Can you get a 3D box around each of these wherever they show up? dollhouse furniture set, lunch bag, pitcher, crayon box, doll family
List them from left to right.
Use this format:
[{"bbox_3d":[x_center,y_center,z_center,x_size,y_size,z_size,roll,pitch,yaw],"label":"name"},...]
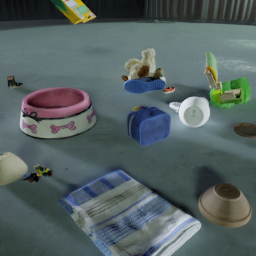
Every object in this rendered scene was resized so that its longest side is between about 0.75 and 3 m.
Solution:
[{"bbox_3d":[-2.439,1.251,7.488,0.902,0.354,0.522,-29,43,-36],"label":"doll family"},{"bbox_3d":[-2.149,-4.702,10.953,1.603,0.413,1.008,45,40,-7],"label":"crayon box"},{"bbox_3d":[0.718,-0.141,9.472,1.441,0.979,0.953,-15,31,-27],"label":"lunch bag"},{"bbox_3d":[2.285,-0.682,10.571,1.530,1.081,1.783,3,18,14],"label":"pitcher"},{"bbox_3d":[2.888,-1.421,8.369,0.721,1.866,0.933,-7,52,30],"label":"dollhouse furniture set"}]

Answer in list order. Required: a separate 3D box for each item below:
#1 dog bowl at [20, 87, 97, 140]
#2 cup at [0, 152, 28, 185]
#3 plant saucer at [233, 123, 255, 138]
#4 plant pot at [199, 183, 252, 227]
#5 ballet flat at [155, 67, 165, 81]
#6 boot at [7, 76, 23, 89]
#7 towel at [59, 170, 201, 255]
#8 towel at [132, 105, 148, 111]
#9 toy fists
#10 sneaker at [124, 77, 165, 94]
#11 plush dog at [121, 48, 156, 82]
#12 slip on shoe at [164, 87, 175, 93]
[{"bbox_3d":[-2.620,-0.676,10.458,2.859,1.054,2.859,-1,26,0],"label":"dog bowl"},{"bbox_3d":[-3.171,1.002,7.389,0.853,0.610,0.853,-15,23,7],"label":"cup"},{"bbox_3d":[4.233,0.101,9.910,1.034,0.166,1.034,1,26,0],"label":"plant saucer"},{"bbox_3d":[2.246,1.655,6.435,1.173,0.542,1.173,0,28,0],"label":"plant pot"},{"bbox_3d":[1.709,-2.597,14.541,0.571,0.609,1.685,-30,-10,-1],"label":"ballet flat"},{"bbox_3d":[-5.776,-2.368,14.282,0.800,0.602,0.293,-24,35,-38],"label":"boot"},{"bbox_3d":[-0.032,1.884,6.223,2.026,0.328,2.758,-21,33,-36],"label":"towel"},{"bbox_3d":[0.645,-0.768,11.693,0.611,0.097,0.850,-22,34,-38],"label":"towel"},{"bbox_3d":[4.375,-1.448,11.960,2.200,1.122,0.757,-15,2,-28],"label":"toy fists"},{"bbox_3d":[0.747,-2.132,13.811,2.084,0.731,0.812,-4,19,-14],"label":"sneaker"},{"bbox_3d":[0.668,-2.947,14.828,2.117,1.699,1.818,-20,22,47],"label":"plush dog"},{"bbox_3d":[2.042,-1.906,13.786,0.765,0.234,0.283,-23,33,-40],"label":"slip on shoe"}]
